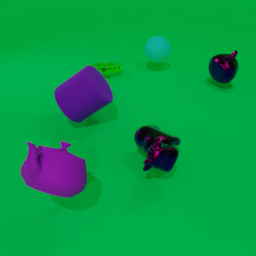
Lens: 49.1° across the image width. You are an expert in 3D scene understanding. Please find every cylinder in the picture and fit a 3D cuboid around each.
[{"bbox_3d":[-1.064,-0.819,6.822,1.035,1.035,1.035,-31,31,19],"label":"cylinder"}]

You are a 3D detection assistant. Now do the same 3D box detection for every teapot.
[{"bbox_3d":[-1.124,0.592,4.357,1.027,1.652,0.809,14,81,22],"label":"teapot"},{"bbox_3d":[2.948,-1.840,8.567,0.736,1.503,0.935,-34,74,-17],"label":"teapot"}]

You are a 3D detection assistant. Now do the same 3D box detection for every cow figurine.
[{"bbox_3d":[0.516,0.365,5.648,1.310,0.719,1.289,34,19,36],"label":"cow figurine"}]

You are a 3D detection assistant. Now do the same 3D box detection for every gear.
[{"bbox_3d":[-0.767,-2.044,9.502,1.073,0.199,1.073,0,24,0],"label":"gear"}]

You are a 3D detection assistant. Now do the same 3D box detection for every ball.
[{"bbox_3d":[0.997,-2.648,9.459,0.872,0.872,0.872,0,36,0],"label":"ball"}]
